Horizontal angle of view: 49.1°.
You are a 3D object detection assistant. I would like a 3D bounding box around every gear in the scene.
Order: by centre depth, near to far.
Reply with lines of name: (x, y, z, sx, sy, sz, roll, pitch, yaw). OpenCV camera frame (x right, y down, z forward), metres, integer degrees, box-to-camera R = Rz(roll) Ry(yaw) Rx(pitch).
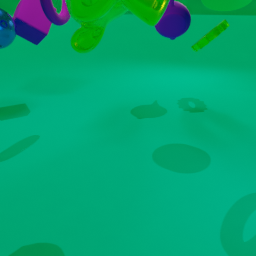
gear: (2.929, -3.277, 10.041, 1.464, 0.271, 1.464, -39, 6, 5)

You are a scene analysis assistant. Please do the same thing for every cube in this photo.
cube: (-3.190, -3.613, 9.330, 1.054, 1.054, 1.054, 24, -20, -32)

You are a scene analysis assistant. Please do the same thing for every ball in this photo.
ball: (-3.782, -2.831, 7.937, 1.158, 1.158, 1.158, 0, 24, 0)

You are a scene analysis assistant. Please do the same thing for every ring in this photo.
ring: (-1.796, -3.311, 7.053, 0.277, 1.387, 1.387, 4, 24, 16)

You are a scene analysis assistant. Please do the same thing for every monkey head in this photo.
monkey head: (-0.156, -1.797, 3.694, 1.352, 1.880, 1.133, 26, 10, -6)

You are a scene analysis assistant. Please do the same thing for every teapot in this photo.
teapot: (1.513, -3.698, 9.560, 1.234, 1.985, 0.972, -1, 54, 10)

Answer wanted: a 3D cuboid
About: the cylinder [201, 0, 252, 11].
cylinder: (2.377, -3.605, 6.595, 1.193, 1.193, 1.193, 6, -5, 0)
